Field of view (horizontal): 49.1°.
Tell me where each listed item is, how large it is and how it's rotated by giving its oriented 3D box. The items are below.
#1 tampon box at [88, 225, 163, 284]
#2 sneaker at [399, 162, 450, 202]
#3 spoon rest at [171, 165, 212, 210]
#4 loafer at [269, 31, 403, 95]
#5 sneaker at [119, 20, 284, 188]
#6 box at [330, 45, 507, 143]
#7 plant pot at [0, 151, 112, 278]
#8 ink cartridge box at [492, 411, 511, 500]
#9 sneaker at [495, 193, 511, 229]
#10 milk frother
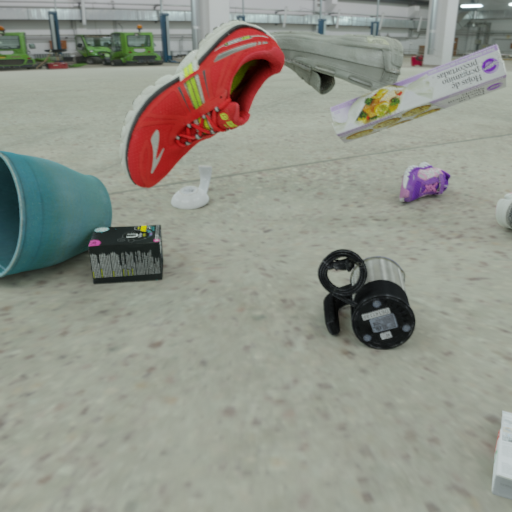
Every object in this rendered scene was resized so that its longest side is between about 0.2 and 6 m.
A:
[{"bbox_3d":[-2.196,-0.044,9.591,1.154,0.728,0.865,-3,24,-7],"label":"tampon box"},{"bbox_3d":[4.113,-1.749,13.510,0.889,0.809,2.011,23,31,27],"label":"sneaker"},{"bbox_3d":[-1.449,-1.557,13.507,0.880,0.537,1.772,5,37,14],"label":"spoon rest"},{"bbox_3d":[1.316,-3.980,11.618,3.451,1.204,1.207,18,22,33],"label":"loafer"},{"bbox_3d":[-0.563,-1.550,5.925,0.926,2.182,0.840,40,0,29],"label":"sneaker"},{"bbox_3d":[2.714,-2.711,9.597,2.884,0.558,0.598,-16,-10,22],"label":"box"},{"bbox_3d":[-3.717,-0.739,9.809,2.106,2.106,1.979,19,15,37],"label":"plant pot"},{"bbox_3d":[2.672,1.989,5.531,0.564,0.261,1.036,10,24,22],"label":"ink cartridge box"},{"bbox_3d":[6.358,-0.866,11.156,2.810,1.036,1.229,-7,24,-4],"label":"sneaker"},{"bbox_3d":[1.518,0.364,7.835,1.275,1.412,1.328,-1,23,8],"label":"milk frother"}]
